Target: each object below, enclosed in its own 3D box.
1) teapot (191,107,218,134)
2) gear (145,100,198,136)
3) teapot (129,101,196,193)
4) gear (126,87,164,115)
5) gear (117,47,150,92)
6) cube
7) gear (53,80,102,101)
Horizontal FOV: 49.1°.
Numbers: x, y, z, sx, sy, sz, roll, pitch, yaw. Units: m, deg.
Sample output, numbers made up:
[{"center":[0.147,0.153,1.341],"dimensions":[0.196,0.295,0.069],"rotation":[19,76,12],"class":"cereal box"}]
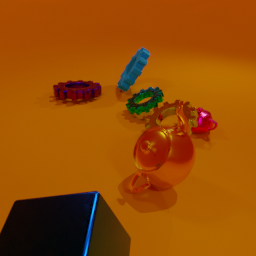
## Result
[{"center":[1.949,-0.267,7.846],"dimensions":[0.836,0.658,1.344],"rotation":[-15,30,-31],"class":"teapot"},{"center":[1.158,-0.194,7.520],"dimensions":[1.406,0.260,1.406],"rotation":[-17,39,15],"class":"gear"},{"center":[0.665,0.443,5.479],"dimensions":[0.993,2.029,1.262],"rotation":[29,7,-40],"class":"teapot"},{"center":[0.524,-0.863,8.753],"dimensions":[1.203,0.223,1.203],"rotation":[-20,31,13],"class":"gear"},{"center":[0.192,-2.176,10.436],"dimensions":[0.316,1.706,1.706],"rotation":[30,23,-16],"class":"gear"},{"center":[-0.735,1.578,3.220],"dimensions":[1.165,1.165,1.165],"rotation":[-10,41,17],"class":"cube"},{"center":[-1.836,-1.399,10.207],"dimensions":[1.708,0.316,1.708],"rotation":[1,23,0],"class":"gear"}]
